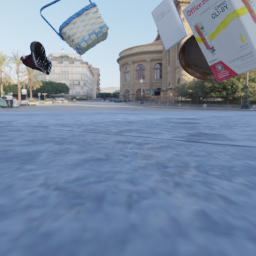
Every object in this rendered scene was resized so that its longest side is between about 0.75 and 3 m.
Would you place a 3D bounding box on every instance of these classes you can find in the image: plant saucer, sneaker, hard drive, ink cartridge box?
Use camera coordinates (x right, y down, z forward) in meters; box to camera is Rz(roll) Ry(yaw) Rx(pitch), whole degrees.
[{"bbox_3d":[3.283,-2.837,10.752,2.635,0.423,2.635,10,-33,6],"label":"plant saucer"},{"bbox_3d":[-1.828,-1.326,5.292,0.552,0.362,0.956,14,-19,5],"label":"sneaker"},{"bbox_3d":[1.182,-3.036,8.169,0.159,1.256,0.829,-18,-5,-36],"label":"hard drive"},{"bbox_3d":[2.422,-2.352,6.669,0.879,2.107,1.529,-31,6,-21],"label":"ink cartridge box"}]

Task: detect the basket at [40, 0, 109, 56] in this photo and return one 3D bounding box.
[{"bbox_3d":[-1.677,-3.459,9.116,1.681,1.907,1.326,-36,6,-11],"label":"basket"}]
